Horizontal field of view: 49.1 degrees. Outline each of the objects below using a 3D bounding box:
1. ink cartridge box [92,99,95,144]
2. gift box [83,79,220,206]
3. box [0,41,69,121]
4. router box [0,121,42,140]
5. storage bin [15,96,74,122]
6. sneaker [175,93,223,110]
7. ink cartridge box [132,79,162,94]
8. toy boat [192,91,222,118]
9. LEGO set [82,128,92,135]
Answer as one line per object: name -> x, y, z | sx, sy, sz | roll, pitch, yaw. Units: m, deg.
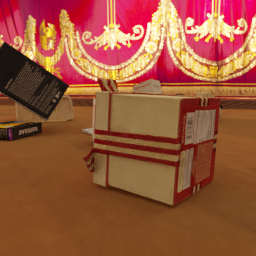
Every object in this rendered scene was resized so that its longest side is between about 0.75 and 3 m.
ink cartridge box -> -0.165, -0.146, 6.088 | 1.175, 0.862, 0.858 | 2, 13, -10
gift box -> 0.238, 0.082, 3.399 | 1.295, 1.280, 1.387 | 8, 5, 38
box -> -2.781, -1.238, 7.691 | 1.847, 1.164, 1.879 | 33, -3, -21
router box -> -2.940, 0.046, 7.121 | 0.939, 0.322, 1.259 | 3, 8, 15
storage bin -> -3.352, -0.814, 11.034 | 2.085, 0.984, 2.100 | -4, 8, -22
sneaker -> 2.772, -0.927, 11.782 | 2.718, 1.025, 1.077 | -5, 11, -29
ink cartridge box -> 0.695, -0.932, 9.416 | 0.860, 1.192, 0.499 | -16, -9, 41
toy boat -> 2.706, -0.656, 10.444 | 1.159, 1.157, 1.773 | -30, -11, 34
LEGO set -> -0.539, 0.011, 7.655 | 1.181, 0.290, 0.883 | -5, 13, -33
